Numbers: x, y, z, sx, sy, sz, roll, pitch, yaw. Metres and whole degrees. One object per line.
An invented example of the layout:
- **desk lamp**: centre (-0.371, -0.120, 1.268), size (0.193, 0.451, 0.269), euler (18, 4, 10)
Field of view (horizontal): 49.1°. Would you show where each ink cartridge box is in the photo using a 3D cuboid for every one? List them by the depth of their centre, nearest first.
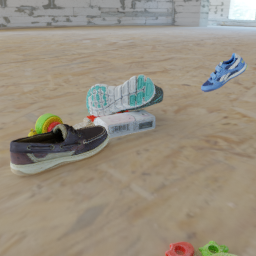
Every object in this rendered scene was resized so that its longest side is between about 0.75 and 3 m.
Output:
- **ink cartridge box**: centre (-0.291, -0.355, 8.641), size (1.537, 0.539, 1.891), euler (-12, 31, -25)

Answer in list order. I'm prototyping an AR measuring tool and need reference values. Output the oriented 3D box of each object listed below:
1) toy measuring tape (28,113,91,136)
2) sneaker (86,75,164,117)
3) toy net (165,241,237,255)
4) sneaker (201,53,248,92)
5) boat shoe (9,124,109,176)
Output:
- **toy measuring tape**: centre (-1.871, -0.156, 7.864), size (0.765, 0.765, 2.079), euler (19, 31, 36)
- **sneaker**: centre (-0.117, -0.894, 8.954), size (2.855, 1.108, 1.302), euler (-2, -4, 38)
- **toy net**: centre (0.406, 1.903, 3.641), size (2.327, 0.449, 1.221), euler (-3, 25, -6)
- **sneaker**: centre (2.323, -1.378, 7.007), size (1.233, 0.507, 0.456), euler (-36, 25, 17)
- **boat shoe**: centre (-1.522, 0.316, 6.663), size (2.568, 0.832, 0.924), euler (-19, 30, -35)
